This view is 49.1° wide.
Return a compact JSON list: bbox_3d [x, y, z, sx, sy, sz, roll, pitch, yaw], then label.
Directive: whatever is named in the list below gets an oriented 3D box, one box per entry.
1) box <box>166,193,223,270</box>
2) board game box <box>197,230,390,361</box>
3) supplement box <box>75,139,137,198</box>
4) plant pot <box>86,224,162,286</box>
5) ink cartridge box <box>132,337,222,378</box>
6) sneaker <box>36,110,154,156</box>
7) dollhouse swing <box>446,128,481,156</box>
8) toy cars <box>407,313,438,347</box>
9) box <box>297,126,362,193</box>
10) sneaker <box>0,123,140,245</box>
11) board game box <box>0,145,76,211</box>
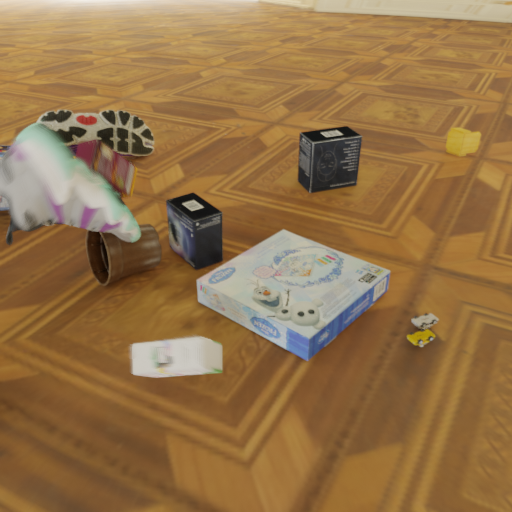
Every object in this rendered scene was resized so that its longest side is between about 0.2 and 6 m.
[{"bbox_3d":[-1.107,-0.449,10.085,0.626,1.007,1.015,-21,37,-30],"label":"box"},{"bbox_3d":[0.611,0.495,9.048,2.229,0.486,2.240,25,39,34],"label":"board game box"},{"bbox_3d":[-2.553,-1.452,9.509,0.439,1.025,0.565,-6,67,29],"label":"supplement box"},{"bbox_3d":[-2.246,-0.104,9.624,1.024,1.035,1.035,-14,34,-34],"label":"plant pot"},{"bbox_3d":[-1.011,1.327,7.249,0.973,0.705,0.409,-8,73,15],"label":"ink cartridge box"},{"bbox_3d":[-4.057,-3.024,14.208,2.887,1.164,1.205,4,-13,-18],"label":"sneaker"},{"bbox_3d":[5.379,-2.992,14.546,0.572,0.651,0.592,-21,38,-30],"label":"dollhouse swing"},{"bbox_3d":[2.474,1.123,8.345,0.381,0.188,0.849,15,31,17],"label":"toy cars"},{"bbox_3d":[1.650,-2.188,12.701,1.236,1.215,0.766,-11,33,-17],"label":"box"},{"bbox_3d":[-3.018,-0.649,8.456,1.659,2.371,0.922,-42,34,0],"label":"sneaker"},{"bbox_3d":[-4.823,-1.710,11.907,3.025,0.934,3.027,-3,19,-29],"label":"board game box"}]
